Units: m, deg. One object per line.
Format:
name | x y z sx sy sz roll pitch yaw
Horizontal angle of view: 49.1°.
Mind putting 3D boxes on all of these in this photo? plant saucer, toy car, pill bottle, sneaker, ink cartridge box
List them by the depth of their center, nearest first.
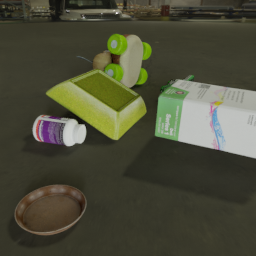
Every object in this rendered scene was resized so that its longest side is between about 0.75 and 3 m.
plant saucer | -1.512 1.634 5.570 1.369 0.236 1.369 1 26 0
ink cartridge box | 2.445 -0.354 7.615 2.883 1.211 2.088 13 25 20
pill bottle | -1.974 0.085 8.137 1.404 0.789 0.789 8 27 16
plant saucer | -0.806 -1.064 9.370 2.710 0.649 2.706 34 32 8
sneaker | 2.087 -1.839 11.678 1.752 0.684 0.746 -30 61 -27
toy car | -0.834 -3.214 13.084 2.941 2.320 2.416 16 14 33
